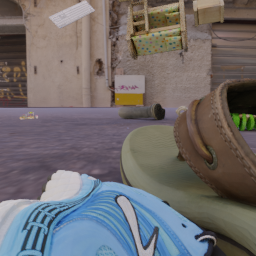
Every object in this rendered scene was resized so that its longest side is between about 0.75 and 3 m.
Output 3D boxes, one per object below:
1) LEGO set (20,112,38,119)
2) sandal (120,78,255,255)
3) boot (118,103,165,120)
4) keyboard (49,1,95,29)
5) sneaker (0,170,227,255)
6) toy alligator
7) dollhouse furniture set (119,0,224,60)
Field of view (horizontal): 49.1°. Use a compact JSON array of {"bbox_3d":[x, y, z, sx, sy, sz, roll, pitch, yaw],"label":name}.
[{"bbox_3d":[-4.251,-0.531,11.910,0.793,0.295,0.365,-4,7,-41],"label":"LEGO set"},{"bbox_3d":[0.712,0.160,1.180,1.075,0.773,2.708,-1,5,-17],"label":"sandal"},{"bbox_3d":[0.473,-0.681,11.497,1.863,0.676,1.694,9,-6,20],"label":"boot"},{"bbox_3d":[-2.043,-4.248,10.424,1.985,0.559,0.106,-46,8,-37],"label":"keyboard"},{"bbox_3d":[0.027,0.359,0.625,0.581,0.506,1.291,3,5,-5],"label":"sneaker"},{"bbox_3d":[2.497,-0.242,6.815,2.582,0.700,0.766,-4,-39,1],"label":"toy alligator"},{"bbox_3d":[1.264,-3.488,8.020,2.930,1.629,2.591,-5,-28,16],"label":"dollhouse furniture set"}]
